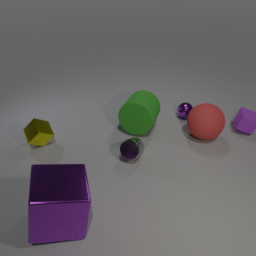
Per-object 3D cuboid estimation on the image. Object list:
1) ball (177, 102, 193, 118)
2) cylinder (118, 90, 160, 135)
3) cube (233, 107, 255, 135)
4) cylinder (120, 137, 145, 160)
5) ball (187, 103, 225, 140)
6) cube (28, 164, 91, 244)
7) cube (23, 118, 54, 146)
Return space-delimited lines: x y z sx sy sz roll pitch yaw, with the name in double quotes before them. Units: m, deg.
"ball" 2.495 -0.766 12.172 0.700 0.700 0.700 0 33 0
"cylinder" 0.480 -0.635 11.211 1.400 1.400 1.400 10 29 15
"cube" 4.704 -0.293 11.115 0.700 0.700 0.700 20 34 -2
"cylinder" 0.150 0.708 9.675 0.700 0.700 0.700 12 8 17
"ball" 2.962 -0.247 10.661 1.400 1.400 1.400 0 33 0
"cube" -1.786 1.888 7.190 1.400 1.400 1.400 2 31 -17
"cube" -3.285 0.166 10.315 0.700 0.700 0.700 15 39 -54
